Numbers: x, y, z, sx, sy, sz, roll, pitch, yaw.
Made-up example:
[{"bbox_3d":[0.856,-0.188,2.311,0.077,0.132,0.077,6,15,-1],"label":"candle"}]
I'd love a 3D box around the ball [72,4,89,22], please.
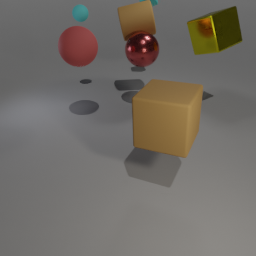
[{"bbox_3d":[-2.062,-4.967,12.125,0.700,0.700,0.700,0,30,0],"label":"ball"}]

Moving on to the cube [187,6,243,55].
[{"bbox_3d":[3.476,-3.874,11.266,1.400,1.400,1.400,-27,21,-22],"label":"cube"}]

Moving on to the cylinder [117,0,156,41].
[{"bbox_3d":[0.381,-4.563,11.955,1.400,1.400,1.400,-12,30,5],"label":"cylinder"}]

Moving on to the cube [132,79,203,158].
[{"bbox_3d":[1.014,-0.302,7.115,1.400,1.400,1.400,11,32,22],"label":"cube"}]

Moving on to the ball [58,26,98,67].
[{"bbox_3d":[-1.772,-2.890,9.967,1.400,1.400,1.400,0,30,0],"label":"ball"}]

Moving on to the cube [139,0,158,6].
[{"bbox_3d":[0.979,-6.342,13.536,0.700,0.700,0.700,-11,-13,26],"label":"cube"}]

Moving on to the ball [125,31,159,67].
[{"bbox_3d":[0.573,-3.181,11.368,1.400,1.400,1.400,0,30,0],"label":"ball"}]
